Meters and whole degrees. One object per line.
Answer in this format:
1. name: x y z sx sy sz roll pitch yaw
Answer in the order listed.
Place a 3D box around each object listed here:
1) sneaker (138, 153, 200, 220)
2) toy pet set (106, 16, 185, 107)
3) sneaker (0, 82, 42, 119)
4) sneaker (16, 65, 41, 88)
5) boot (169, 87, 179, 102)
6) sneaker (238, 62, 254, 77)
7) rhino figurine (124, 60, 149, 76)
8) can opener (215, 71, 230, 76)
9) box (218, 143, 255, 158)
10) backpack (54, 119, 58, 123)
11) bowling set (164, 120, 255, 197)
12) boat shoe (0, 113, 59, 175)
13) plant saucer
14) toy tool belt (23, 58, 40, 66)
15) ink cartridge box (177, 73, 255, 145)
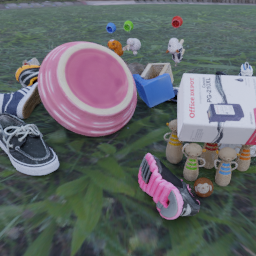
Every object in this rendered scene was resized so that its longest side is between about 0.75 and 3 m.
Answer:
1. sneaker: 0.839 1.190 5.834 0.870 0.720 1.824 11 25 -26
2. toy pet set: 0.498 -2.078 9.204 2.668 2.491 1.417 5 46 30
3. sneaker: -3.672 -1.038 9.539 1.139 0.736 2.099 4 33 3
4. sneaker: -2.904 -1.973 11.078 2.748 1.075 1.061 -17 48 -23
5. boot: 1.393 -1.235 10.094 1.405 0.511 0.635 1 24 1
6. sneaker: 4.796 -2.244 11.425 0.534 0.971 1.326 7 30 13
7. rhino figurine: 0.388 -2.452 12.049 1.092 0.746 2.497 -8 29 -13
8. can opener: 4.036 -1.583 10.760 0.705 0.569 1.794 11 28 -40
9. box: 3.699 -0.309 7.581 2.798 1.364 1.740 -5 30 -7
10. backpack: -1.261 -1.218 8.985 2.242 1.509 2.047 -1 38 -14
11. bowling set: 1.829 0.658 6.097 2.141 1.149 1.490 4 29 8
12. boat shoe: -2.620 0.283 7.038 0.946 0.875 2.563 -21 36 -33
13. plant saucer: -0.992 -1.276 8.047 3.002 0.761 3.002 11 65 -24
14. toy tool belt: -4.658 -2.922 13.197 0.572 0.581 0.930 -20 13 34
15. ink cartridge box: 1.998 -0.401 5.949 1.799 0.759 1.302 3 61 4
